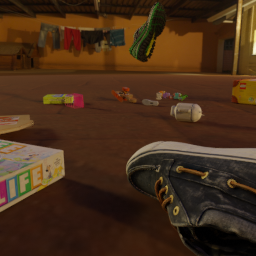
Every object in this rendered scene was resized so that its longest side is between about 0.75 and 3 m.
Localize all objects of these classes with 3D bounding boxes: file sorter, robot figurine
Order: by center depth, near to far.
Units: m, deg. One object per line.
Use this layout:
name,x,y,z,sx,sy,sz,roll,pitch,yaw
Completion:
robot figurine,1.931,-0.507,9.116,1.036,0.585,0.878,7,-1,26
file sorter,-2.329,-1.158,12.052,0.498,0.552,0.794,-13,18,-36

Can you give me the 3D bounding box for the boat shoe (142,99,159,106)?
boat shoe,1.031,-1.155,12.674,0.766,0.268,0.254,6,8,20

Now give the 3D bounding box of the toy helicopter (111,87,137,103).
toy helicopter,-0.155,-1.552,13.747,1.035,0.617,1.565,-3,23,-34

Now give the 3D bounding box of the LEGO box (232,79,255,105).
LEGO box,6.624,-1.656,12.933,2.101,1.089,2.821,-12,17,-41

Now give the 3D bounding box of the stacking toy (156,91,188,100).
stacking toy,2.338,-1.748,14.965,1.621,0.381,1.222,4,14,16

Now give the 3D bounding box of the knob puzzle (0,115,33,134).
knob puzzle,-3.616,0.024,7.397,2.363,0.328,2.363,0,13,0

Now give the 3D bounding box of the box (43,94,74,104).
box,-3.223,-1.399,13.498,1.521,0.362,0.927,-2,14,-5

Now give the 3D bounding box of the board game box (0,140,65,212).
board game box,-2.708,0.633,4.396,2.799,0.479,1.882,6,14,25

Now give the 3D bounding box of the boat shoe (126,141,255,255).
boat shoe,0.620,0.760,3.163,2.355,0.833,1.069,-7,29,47

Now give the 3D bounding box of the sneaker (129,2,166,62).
sneaker,0.551,-3.021,8.661,0.783,1.838,0.717,32,10,34
